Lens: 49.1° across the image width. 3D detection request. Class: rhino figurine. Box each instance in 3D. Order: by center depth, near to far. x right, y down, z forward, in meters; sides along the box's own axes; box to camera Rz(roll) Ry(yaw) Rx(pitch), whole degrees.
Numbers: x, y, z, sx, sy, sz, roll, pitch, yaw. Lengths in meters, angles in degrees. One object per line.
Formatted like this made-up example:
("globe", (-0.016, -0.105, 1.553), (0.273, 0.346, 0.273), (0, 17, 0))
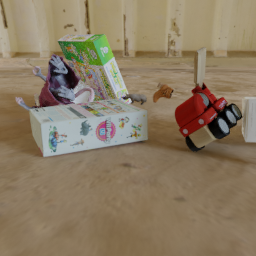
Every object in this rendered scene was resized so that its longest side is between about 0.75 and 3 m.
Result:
("rhino figurine", (0.208, -1.032, 9.617), (0.928, 0.278, 0.406), (7, -27, -2))

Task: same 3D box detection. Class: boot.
("boot", (1.446, -1.336, 11.440), (0.705, 0.908, 0.348), (32, 20, 28))

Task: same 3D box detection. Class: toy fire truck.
("toy fire truck", (1.598, -0.653, 6.075), (1.148, 1.784, 1.570), (-37, -4, 40))

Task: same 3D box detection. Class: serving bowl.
("serving bowl", (-2.172, -1.175, 10.465), (1.763, 0.580, 1.763), (14, 38, -11))

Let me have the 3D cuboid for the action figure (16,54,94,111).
("action figure", (-2.293, -1.107, 8.836), (1.956, 1.759, 2.626), (25, -29, -19))

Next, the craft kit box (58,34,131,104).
("craft kit box", (-1.329, -2.226, 10.902), (0.672, 2.768, 2.734), (-41, 36, -26))

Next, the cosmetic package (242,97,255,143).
("cosmetic package", (3.939, -0.190, 6.296), (2.506, 1.017, 1.414), (1, 9, 18))

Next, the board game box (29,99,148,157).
("board game box", (-0.980, -0.108, 6.708), (2.401, 0.772, 1.772), (-10, 18, -23))
